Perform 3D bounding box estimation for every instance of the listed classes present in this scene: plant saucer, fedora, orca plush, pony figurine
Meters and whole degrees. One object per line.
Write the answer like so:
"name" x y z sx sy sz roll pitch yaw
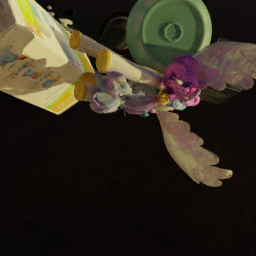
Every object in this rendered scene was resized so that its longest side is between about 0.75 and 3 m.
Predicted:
"plant saucer" 1.018 -2.249 6.601 2.111 2.111 0.379 -3 15 -5
"fedora" -0.385 -3.193 9.597 1.614 1.614 0.737 12 29 18
"orca plush" -1.785 -3.345 8.610 1.762 0.626 0.927 35 12 10
"pony figurine" 0.586 -0.626 4.717 2.815 2.344 2.717 10 21 -31

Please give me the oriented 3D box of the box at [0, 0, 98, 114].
"box" -2.115 -1.640 6.257 1.451 2.862 1.610 -32 66 14

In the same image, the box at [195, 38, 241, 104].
"box" 2.086 -1.233 6.399 0.733 1.016 1.368 17 -6 2
